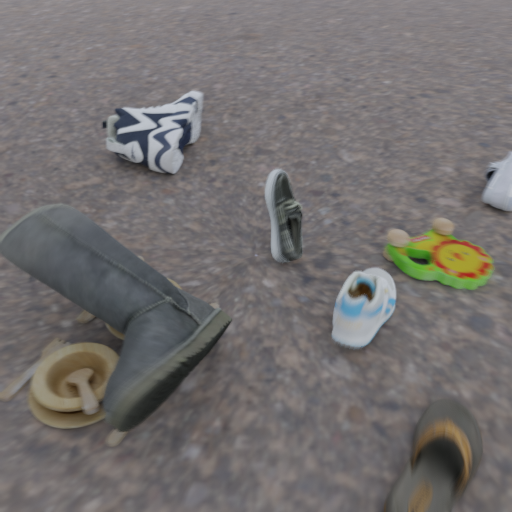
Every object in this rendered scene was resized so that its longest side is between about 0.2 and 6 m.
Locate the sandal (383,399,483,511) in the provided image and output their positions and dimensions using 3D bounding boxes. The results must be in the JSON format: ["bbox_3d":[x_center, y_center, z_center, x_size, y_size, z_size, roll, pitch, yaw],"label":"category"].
[{"bbox_3d":[2.014,2.266,6.260,0.802,0.536,1.963,24,40,29],"label":"sandal"}]

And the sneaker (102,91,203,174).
[{"bbox_3d":[-2.484,-3.124,13.188,2.029,1.244,3.118,12,47,3],"label":"sneaker"}]

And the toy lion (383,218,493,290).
[{"bbox_3d":[3.150,0.047,9.519,1.517,0.521,1.454,-13,45,-18],"label":"toy lion"}]

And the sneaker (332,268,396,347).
[{"bbox_3d":[1.690,0.577,8.375,0.737,0.778,1.926,13,27,19],"label":"sneaker"}]

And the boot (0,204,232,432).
[{"bbox_3d":[-2.072,0.547,7.192,3.079,1.117,2.799,38,21,5],"label":"boot"}]

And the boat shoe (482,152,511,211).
[{"bbox_3d":[5.157,-1.648,11.688,0.737,0.775,2.151,16,48,20],"label":"boat shoe"}]

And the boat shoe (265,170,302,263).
[{"bbox_3d":[0.558,-0.718,9.653,0.579,1.638,0.521,1,-9,-43],"label":"boat shoe"}]

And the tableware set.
[{"bbox_3d":[-1.960,1.120,7.824,1.930,0.585,2.920,14,38,19],"label":"tableware set"}]
